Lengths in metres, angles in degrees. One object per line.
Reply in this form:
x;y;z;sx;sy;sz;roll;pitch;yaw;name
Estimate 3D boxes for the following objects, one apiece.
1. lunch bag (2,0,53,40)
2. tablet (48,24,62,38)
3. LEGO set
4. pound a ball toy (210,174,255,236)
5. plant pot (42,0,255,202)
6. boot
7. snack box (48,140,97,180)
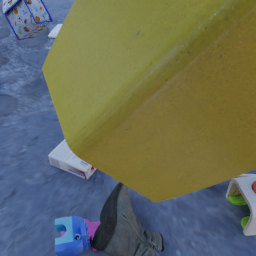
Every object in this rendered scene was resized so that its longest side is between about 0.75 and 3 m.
-2.810;-3.173;7.549;1.043;1.227;0.760;-18;12;37;lunch bag
-2.207;-4.449;12.845;2.518;0.172;1.638;4;39;4;tablet
-0.448;2.179;4.053;1.067;0.992;2.600;-8;41;-9;LEGO set
2.737;1.113;5.396;2.199;0.934;1.434;-5;39;-6;pound a ball toy
0.476;-0.655;3.700;2.398;2.719;2.719;-40;45;10;plant pot
0.081;1.716;4.951;1.141;0.591;1.747;30;25;-5;boot
-0.680;0.067;7.134;1.036;0.350;2.882;18;42;21;snack box
